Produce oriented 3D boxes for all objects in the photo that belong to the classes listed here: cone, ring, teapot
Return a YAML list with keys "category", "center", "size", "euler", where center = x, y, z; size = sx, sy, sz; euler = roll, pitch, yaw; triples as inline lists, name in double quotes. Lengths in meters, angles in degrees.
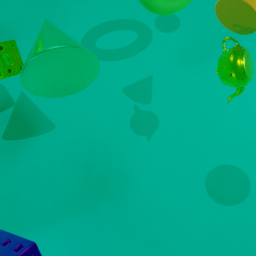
- category: "cone"
  center: [-1.327, -1.461, 4.979]
  size: [1.335, 1.335, 1.340]
  euler: [-18, 67, -5]
- category: "ring"
  center: [0.962, -3.521, 6.144]
  size: [2.005, 2.005, 0.401]
  euler: [-34, 48, -9]
- category: "teapot"
  center: [1.905, -1.042, 5.074]
  size: [0.598, 0.760, 1.222]
  euler: [-4, 99, 41]
- category: "cone"
  center: [2.173, -2.300, 5.010]
  size: [0.858, 0.858, 0.862]
  euler: [37, 83, 10]

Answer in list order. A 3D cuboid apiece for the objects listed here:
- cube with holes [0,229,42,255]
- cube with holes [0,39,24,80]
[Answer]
- category: "cube with holes"
  center: [-2.098, 2.648, 4.569]
  size: [1.224, 1.224, 1.224]
  euler: [-34, 111, -45]
- category: "cube with holes"
  center: [-2.847, -1.455, 6.147]
  size: [0.728, 0.728, 0.728]
  euler: [-32, 115, -42]
